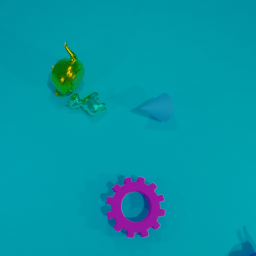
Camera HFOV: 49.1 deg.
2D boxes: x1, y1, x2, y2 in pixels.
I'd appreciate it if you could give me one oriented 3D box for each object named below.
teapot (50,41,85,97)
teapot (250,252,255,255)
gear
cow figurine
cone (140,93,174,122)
[{"bbox_3d":[-1.938,-1.737,8.757,0.929,1.897,1.180,29,35,3],"label":"teapot"},{"bbox_3d":[3.486,3.526,6.923,1.079,0.850,1.735,2,54,5],"label":"teapot"},{"bbox_3d":[0.206,2.169,7.724,1.599,0.296,1.599,3,71,-8],"label":"gear"},{"bbox_3d":[-1.324,-0.726,8.902,1.031,0.575,1.047,-30,65,-16],"label":"cow figurine"},{"bbox_3d":[0.753,-0.605,8.511,0.904,0.901,0.901,-5,67,-30],"label":"cone"}]
